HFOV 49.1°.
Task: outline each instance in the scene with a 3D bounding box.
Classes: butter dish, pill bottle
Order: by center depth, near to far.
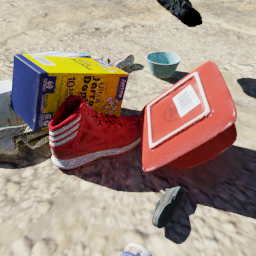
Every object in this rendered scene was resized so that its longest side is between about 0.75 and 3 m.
[{"bbox_3d":[-0.063,2.482,4.497,0.615,0.615,1.108,22,41,27],"label":"pill bottle"},{"bbox_3d":[1.688,0.020,7.006,2.491,1.847,2.498,-35,32,28],"label":"butter dish"}]

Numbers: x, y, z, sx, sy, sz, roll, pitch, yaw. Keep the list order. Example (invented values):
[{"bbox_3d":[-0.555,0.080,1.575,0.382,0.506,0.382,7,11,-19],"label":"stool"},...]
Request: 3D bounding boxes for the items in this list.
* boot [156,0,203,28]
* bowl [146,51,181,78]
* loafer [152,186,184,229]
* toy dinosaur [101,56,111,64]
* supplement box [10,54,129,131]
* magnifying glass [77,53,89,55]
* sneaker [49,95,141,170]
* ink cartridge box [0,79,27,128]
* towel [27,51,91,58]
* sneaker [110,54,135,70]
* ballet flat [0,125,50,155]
[{"bbox_3d":[2.024,-4.108,9.884,1.998,0.739,1.637,3,39,-45],"label":"boot"},{"bbox_3d":[1.388,-2.488,11.175,1.357,0.710,1.357,0,37,0],"label":"bowl"},{"bbox_3d":[0.778,1.646,5.903,0.381,0.435,1.212,1,24,36],"label":"loafer"},{"bbox_3d":[-1.235,-2.730,11.736,1.114,0.585,1.011,8,15,32],"label":"toy dinosaur"},{"bbox_3d":[-1.607,-1.071,7.929,2.821,1.535,1.545,-10,34,-43],"label":"supplement box"},{"bbox_3d":[-1.839,-2.620,11.418,1.017,0.286,2.554,-23,37,-14],"label":"magnifying glass"},{"bbox_3d":[-0.642,-0.127,7.168,2.860,1.652,1.120,-25,43,-30],"label":"sneaker"},{"bbox_3d":[-3.776,-0.541,8.041,2.228,1.290,0.743,-24,42,-29],"label":"ink cartridge box"},{"bbox_3d":[-3.018,-2.866,11.509,2.518,0.300,1.849,15,28,34],"label":"towel"},{"bbox_3d":[-0.251,-2.831,11.860,0.525,0.494,1.281,22,41,37],"label":"sneaker"},{"bbox_3d":[-2.860,0.297,7.460,2.248,0.781,0.781,-19,40,-25],"label":"ballet flat"}]
